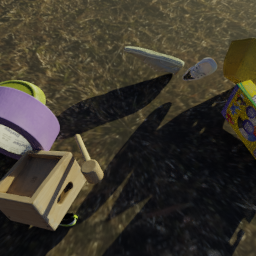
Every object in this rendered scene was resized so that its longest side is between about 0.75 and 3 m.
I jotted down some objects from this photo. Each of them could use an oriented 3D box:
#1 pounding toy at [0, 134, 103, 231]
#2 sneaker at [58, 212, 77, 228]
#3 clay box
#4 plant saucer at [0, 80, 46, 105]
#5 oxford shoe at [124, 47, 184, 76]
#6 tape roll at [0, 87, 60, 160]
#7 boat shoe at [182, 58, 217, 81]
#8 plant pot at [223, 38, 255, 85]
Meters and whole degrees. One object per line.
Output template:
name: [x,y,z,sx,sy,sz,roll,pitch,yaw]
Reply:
pounding toy: [-1.503,1.203,6.469,2.361,1.080,2.074,0,40,31]
sneaker: [-1.685,2.087,6.634,0.979,0.405,0.351,5,32,-2]
clay box: [3.595,-0.026,7.697,0.550,1.327,2.310,-17,58,-15]
plant saucer: [-3.820,-0.845,8.994,2.235,0.347,2.235,0,49,0]
oxford shoe: [0.885,-2.357,9.833,2.179,0.629,0.819,16,25,-8]
tape roll: [-2.926,-0.026,7.287,2.085,2.085,0.886,14,55,11]
boat shoe: [2.229,-1.764,8.876,0.518,1.495,0.529,-36,95,-17]
plant pot: [3.915,-2.072,9.290,1.226,1.255,1.218,27,5,-18]
